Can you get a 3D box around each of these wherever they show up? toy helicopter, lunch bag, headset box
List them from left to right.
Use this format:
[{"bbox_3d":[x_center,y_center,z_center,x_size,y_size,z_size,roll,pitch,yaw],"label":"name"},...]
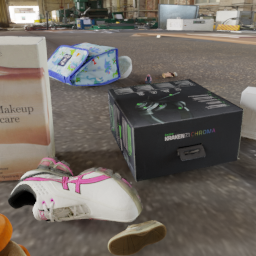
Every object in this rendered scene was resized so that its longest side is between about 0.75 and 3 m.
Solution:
[{"bbox_3d":[-2.259,2.064,3.130,2.310,0.911,1.528,-16,35,-9],"label":"toy helicopter"},{"bbox_3d":[-2.245,-2.889,13.113,2.937,1.872,2.497,-31,38,-34],"label":"lunch bag"},{"bbox_3d":[0.986,-0.114,6.829,2.466,1.314,2.832,-10,26,-13],"label":"headset box"}]

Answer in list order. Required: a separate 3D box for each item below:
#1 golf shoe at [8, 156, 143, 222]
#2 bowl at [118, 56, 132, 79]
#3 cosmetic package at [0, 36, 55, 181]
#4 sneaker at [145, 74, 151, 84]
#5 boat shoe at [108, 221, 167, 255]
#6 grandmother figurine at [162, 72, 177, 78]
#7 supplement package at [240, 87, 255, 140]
[{"bbox_3d":[-0.932,1.234,4.703,2.520,0.915,1.160,3,34,36],"label":"golf shoe"},{"bbox_3d":[-0.313,-2.959,14.292,1.347,0.605,1.347,-15,54,22],"label":"bowl"},{"bbox_3d":[-2.406,-0.413,5.944,1.473,2.850,1.243,-4,24,-9],"label":"cosmetic package"},{"bbox_3d":[0.987,-2.396,13.640,0.300,0.350,0.854,0,24,0],"label":"sneaker"},{"bbox_3d":[0.116,1.676,4.351,0.973,0.351,0.316,-11,13,-24],"label":"boat shoe"},{"bbox_3d":[2.218,-2.803,14.756,0.821,0.249,0.498,-7,52,-22],"label":"grandmother figurine"},{"bbox_3d":[3.591,-0.430,7.938,0.760,1.295,0.757,15,28,31],"label":"supplement package"}]
